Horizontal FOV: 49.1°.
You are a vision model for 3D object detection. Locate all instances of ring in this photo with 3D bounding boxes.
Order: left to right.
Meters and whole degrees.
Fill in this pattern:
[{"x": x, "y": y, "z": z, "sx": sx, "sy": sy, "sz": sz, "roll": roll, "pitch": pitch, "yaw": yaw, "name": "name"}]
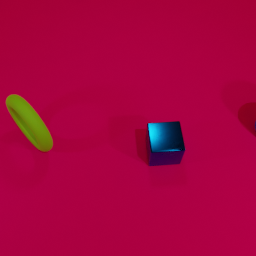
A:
[{"x": -2.225, "y": -0.093, "z": 6.328, "sx": 0.298, "sy": 1.489, "sz": 1.489, "roll": -38, "pitch": 66, "yaw": -25, "name": "ring"}]

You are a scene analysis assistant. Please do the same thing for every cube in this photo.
[{"x": 0.837, "y": 0.371, "z": 6.492, "sx": 0.764, "sy": 0.764, "sz": 0.764, "roll": -4, "pitch": 59, "yaw": -2, "name": "cube"}]
